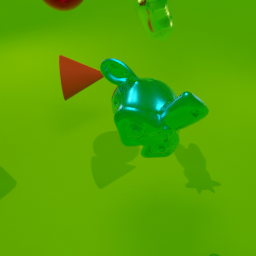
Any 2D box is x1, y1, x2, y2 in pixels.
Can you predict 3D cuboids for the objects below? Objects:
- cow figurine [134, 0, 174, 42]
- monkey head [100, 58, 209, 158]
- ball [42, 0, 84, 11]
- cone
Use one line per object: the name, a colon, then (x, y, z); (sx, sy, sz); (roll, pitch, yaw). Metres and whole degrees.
cow figurine: (0.597, -2.672, 6.150); (0.879, 1.601, 1.575); (-22, 20, 2)
monkey head: (0.434, -0.289, 3.907); (1.827, 1.314, 1.101); (33, 42, -30)
ball: (-1.575, -3.448, 6.645); (1.254, 1.254, 1.254); (0, 39, 0)
cone: (-0.991, -1.205, 6.512); (1.056, 1.052, 1.052); (-6, 40, -7)
